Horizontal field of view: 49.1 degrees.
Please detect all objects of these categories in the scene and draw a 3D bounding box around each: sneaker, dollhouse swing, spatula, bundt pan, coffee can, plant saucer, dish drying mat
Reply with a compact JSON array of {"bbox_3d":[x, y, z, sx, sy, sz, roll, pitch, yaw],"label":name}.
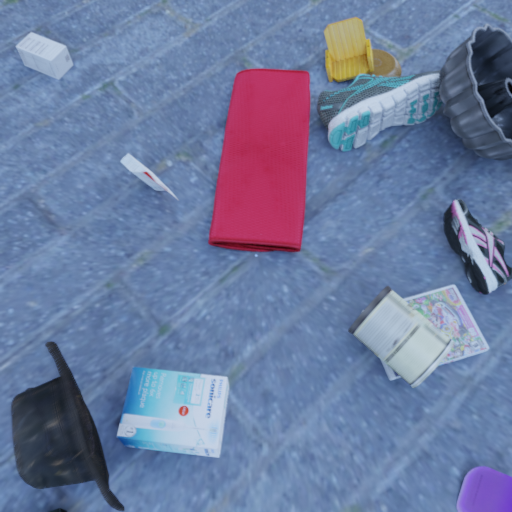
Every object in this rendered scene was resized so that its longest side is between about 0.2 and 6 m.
[{"bbox_3d":[4.008,-0.214,10.058,0.760,0.707,1.760,-19,81,-9],"label":"sneaker"},{"bbox_3d":[1.998,-4.546,12.361,1.010,0.888,0.918,-8,57,18],"label":"dollhouse swing"},{"bbox_3d":[4.334,3.855,7.937,2.811,0.289,0.794,21,75,10],"label":"spatula"},{"bbox_3d":[2.646,-3.384,11.736,3.085,1.197,1.407,-21,58,-14],"label":"sneaker"},{"bbox_3d":[4.593,-3.084,11.062,2.693,1.011,2.693,11,70,-34],"label":"bundt pan"},{"bbox_3d":[2.263,1.264,8.809,1.329,0.973,0.973,42,68,15],"label":"coffee can"},{"bbox_3d":[2.722,-4.345,12.794,1.243,0.220,1.243,0,59,0],"label":"plant saucer"},{"bbox_3d":[0.174,-2.078,11.369,1.741,0.412,4.532,5,61,1],"label":"dish drying mat"}]

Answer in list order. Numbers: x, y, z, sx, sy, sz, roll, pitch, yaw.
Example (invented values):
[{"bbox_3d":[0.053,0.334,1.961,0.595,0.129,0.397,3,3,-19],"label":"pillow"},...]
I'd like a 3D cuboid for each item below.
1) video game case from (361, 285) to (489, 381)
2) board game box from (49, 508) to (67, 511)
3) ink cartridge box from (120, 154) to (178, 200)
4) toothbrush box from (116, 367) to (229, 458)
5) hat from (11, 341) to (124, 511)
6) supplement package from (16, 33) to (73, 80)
[{"bbox_3d":[2.853,1.273,9.541,1.779,0.160,1.274,-15,61,-8],"label":"video game case"},{"bbox_3d":[-3.952,4.881,7.262,3.168,0.446,2.143,-15,60,-9],"label":"board game box"},{"bbox_3d":[-2.021,-1.430,10.657,0.245,0.830,1.037,-46,60,2],"label":"ink cartridge box"},{"bbox_3d":[-1.231,2.398,8.601,1.512,0.645,1.107,7,60,3],"label":"toothbrush box"},{"bbox_3d":[-2.672,2.445,7.422,1.018,2.524,2.524,-23,62,-19],"label":"hat"},{"bbox_3d":[-4.790,-4.534,12.695,1.012,0.576,0.554,25,64,14],"label":"supplement package"}]
